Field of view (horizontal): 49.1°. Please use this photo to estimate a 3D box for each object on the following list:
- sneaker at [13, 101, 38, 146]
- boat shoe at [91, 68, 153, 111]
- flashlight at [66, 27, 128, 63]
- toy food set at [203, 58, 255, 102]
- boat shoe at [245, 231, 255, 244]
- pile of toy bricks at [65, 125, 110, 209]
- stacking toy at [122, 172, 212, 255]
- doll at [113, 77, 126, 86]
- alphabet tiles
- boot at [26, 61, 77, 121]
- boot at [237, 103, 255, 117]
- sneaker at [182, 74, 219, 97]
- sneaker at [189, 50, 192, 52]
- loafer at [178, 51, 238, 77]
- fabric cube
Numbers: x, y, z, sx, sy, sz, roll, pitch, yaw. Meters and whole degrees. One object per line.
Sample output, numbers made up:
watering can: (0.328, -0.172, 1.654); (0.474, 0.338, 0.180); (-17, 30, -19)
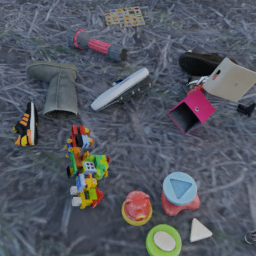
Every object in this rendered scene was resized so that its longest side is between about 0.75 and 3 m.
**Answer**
sneaker: (-4.119, -0.208, 11.169); (0.932, 0.724, 2.070); (-8, 58, -9)
boat shoe: (-0.195, -1.473, 11.899); (2.890, 0.818, 0.992); (-35, 20, -7)
flashlight: (-1.529, -4.054, 13.647); (2.994, 1.017, 1.013); (24, 54, 18)
toy food set: (4.081, -1.875, 10.947); (2.007, 1.440, 0.606); (11, 43, -28)
boat shoe: (4.395, 3.444, 8.859); (1.310, 0.373, 0.438); (-3, 55, -2)
pile of toy bricks: (-1.281, 1.230, 9.881); (1.411, 1.585, 2.857); (6, 45, -28)
stacking toy: (1.313, 2.709, 8.920); (2.635, 1.113, 2.385); (-22, 58, -14)
doll: (-0.297, -2.095, 12.792); (0.851, 0.206, 0.581); (-21, 65, -6)
alphabet tiles: (-0.225, -6.201, 15.720); (2.075, 0.078, 1.735); (-9, 56, -6)
boot: (-3.345, -1.593, 12.112); (2.511, 1.002, 2.762); (-1, 62, 2)
boot: (5.034, -0.890, 11.904); (0.638, 0.290, 0.759); (30, 67, 14)
sneaker: (3.222, -1.997, 12.411); (2.007, 0.709, 0.981); (-29, 62, -17)
sneaker: (3.001, -3.590, 13.733); (0.324, 0.361, 0.835); (17, 57, 11)
loafer: (3.736, -2.969, 13.001); (2.853, 1.041, 1.018); (14, 52, -2)
fabric cube: (2.472, -0.635, 10.903); (1.132, 1.136, 1.114); (-38, 90, -37)
